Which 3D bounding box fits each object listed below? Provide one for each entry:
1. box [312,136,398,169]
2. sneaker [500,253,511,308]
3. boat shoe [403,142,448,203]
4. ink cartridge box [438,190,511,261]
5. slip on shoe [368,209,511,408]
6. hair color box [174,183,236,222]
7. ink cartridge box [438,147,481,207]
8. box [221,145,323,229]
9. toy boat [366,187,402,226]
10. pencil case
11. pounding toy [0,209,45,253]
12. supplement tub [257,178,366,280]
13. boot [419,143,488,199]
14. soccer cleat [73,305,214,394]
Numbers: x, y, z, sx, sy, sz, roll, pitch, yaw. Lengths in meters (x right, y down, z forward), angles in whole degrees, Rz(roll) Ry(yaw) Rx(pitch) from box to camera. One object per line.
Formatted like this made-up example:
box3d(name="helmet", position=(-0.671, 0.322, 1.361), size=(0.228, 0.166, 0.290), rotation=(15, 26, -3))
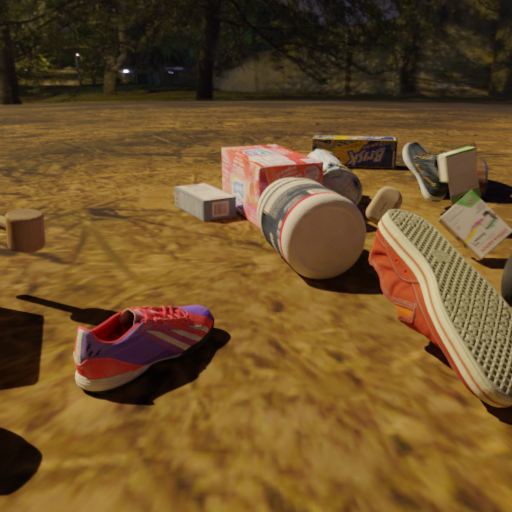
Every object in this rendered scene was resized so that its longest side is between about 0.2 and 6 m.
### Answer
box3d(name="box", position=(3.010, -3.207, 17.225), size=(2.557, 0.896, 0.822), rotation=(3, 19, 10))
box3d(name="sneaker", position=(4.613, 0.229, 7.170), size=(2.921, 0.975, 1.565), rotation=(-9, 18, -32))
box3d(name="boat shoe", position=(3.703, -2.001, 11.946), size=(0.602, 0.773, 1.702), rotation=(-5, 54, -13))
box3d(name="ink cartridge box", position=(3.496, -0.478, 8.952), size=(0.922, 0.668, 0.387), rotation=(48, 5, 11))
box3d(name="slip on shoe", position=(1.978, 0.545, 6.065), size=(1.007, 0.832, 2.718), rotation=(6, 35, -22))
box3d(name="hair color box", position=(-1.113, -1.170, 12.011), size=(0.759, 0.465, 1.534), rotation=(-11, 23, -28))
box3d(name="ink cartridge box", position=(3.817, -1.466, 10.501), size=(0.742, 1.020, 0.245), rotation=(-18, 18, -20))
box3d(name="box", position=(0.248, -1.538, 11.829), size=(1.370, 1.264, 2.670), rotation=(-7, 20, -19))
box3d(name="toy boat", position=(2.346, -0.905, 10.238), size=(0.481, 0.737, 0.482), rotation=(34, 8, 9))
box3d(name="pencil case", position=(1.600, -1.693, 12.504), size=(1.021, 1.114, 2.457), rotation=(-28, 17, 7))
box3d(name="pounding toy", position=(-4.004, 0.189, 6.813), size=(2.808, 1.285, 2.466), rotation=(-6, 20, -17))
box3d(name="supplement tub", position=(0.791, -0.503, 8.804), size=(1.293, 1.293, 1.842), rotation=(-5, 19, -14))
box3d(name="boot", position=(4.816, -2.290, 14.226), size=(1.500, 1.156, 3.094), rotation=(5, 22, 8))
box3d(name="soccer cleat", position=(-1.116, 0.798, 5.996), size=(0.627, 0.672, 1.838), rotation=(15, 24, 36))
